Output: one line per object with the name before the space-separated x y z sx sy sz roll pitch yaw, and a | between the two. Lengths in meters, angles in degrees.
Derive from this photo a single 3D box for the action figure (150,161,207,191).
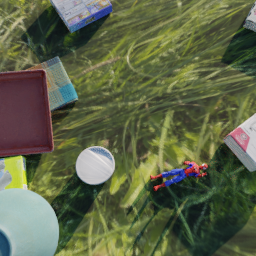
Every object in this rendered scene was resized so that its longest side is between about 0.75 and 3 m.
action figure | 1.841 1.561 9.608 2.043 1.011 0.667 -16 74 -8

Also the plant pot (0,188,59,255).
plant pot | -3.731 3.349 8.240 2.964 1.996 2.964 0 81 -2

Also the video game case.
video game case | -2.031 -5.322 12.004 2.075 0.472 1.881 -31 75 -9

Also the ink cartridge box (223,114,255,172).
ink cartridge box | 4.769 0.310 10.025 2.091 0.865 1.532 -36 76 -10

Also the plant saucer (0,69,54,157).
plant saucer | -4.230 -0.490 10.072 2.964 0.544 2.959 -5 92 -2

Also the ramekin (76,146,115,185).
ramekin | -1.119 1.352 9.817 1.335 0.622 1.335 0 71 1

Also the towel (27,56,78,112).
towel | -3.037 -1.663 11.002 1.567 0.232 2.137 -25 73 -8

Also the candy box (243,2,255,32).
candy box | 5.822 -4.480 11.732 1.597 0.487 1.089 28 75 8

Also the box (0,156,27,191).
box | -4.658 1.758 9.775 2.102 0.501 1.282 -9 72 -4
